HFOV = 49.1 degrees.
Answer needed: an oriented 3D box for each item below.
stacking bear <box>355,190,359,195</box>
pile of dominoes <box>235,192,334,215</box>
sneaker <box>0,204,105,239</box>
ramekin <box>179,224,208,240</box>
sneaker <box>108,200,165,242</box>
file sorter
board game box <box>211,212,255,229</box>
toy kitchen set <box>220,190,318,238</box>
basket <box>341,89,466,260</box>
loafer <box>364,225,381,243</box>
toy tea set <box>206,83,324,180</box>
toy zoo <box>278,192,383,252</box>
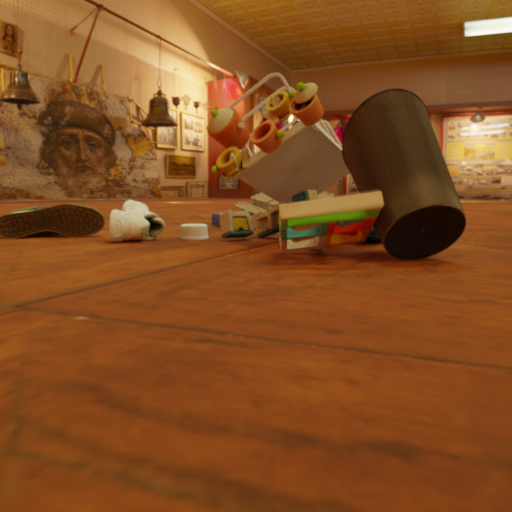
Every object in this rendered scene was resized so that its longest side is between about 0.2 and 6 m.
[{"bbox_3d":[2.353,-1.238,16.407,1.903,1.082,1.156,-7,27,44],"label":"stacking bear"},{"bbox_3d":[0.907,-1.527,17.332,2.309,0.472,2.962,-23,24,-22],"label":"pile of dominoes"},{"bbox_3d":[-5.295,-0.960,14.606,2.618,0.878,1.175,-5,13,-13],"label":"sneaker"},{"bbox_3d":[-1.566,-0.606,14.043,0.738,0.360,0.738,0,7,0],"label":"ramekin"},{"bbox_3d":[-2.841,-0.777,13.932,1.206,0.946,2.428,6,16,-1],"label":"sneaker"},{"bbox_3d":[0.714,-2.636,13.204,1.998,1.793,2.880,-34,-25,19],"label":"file sorter"},{"bbox_3d":[0.005,-1.178,18.049,2.060,0.449,2.070,6,10,35],"label":"board game box"},{"bbox_3d":[0.351,-0.732,13.307,1.562,1.148,1.949,-3,-13,-43],"label":"toy kitchen set"},{"bbox_3d":[2.742,-1.357,10.451,1.766,2.342,2.597,-9,52,0],"label":"basket"},{"bbox_3d":[2.832,-0.834,13.522,0.905,0.936,2.667,3,8,22],"label":"loafer"},{"bbox_3d":[0.028,-2.761,11.204,2.655,0.983,1.579,-30,42,18],"label":"toy tea set"},{"bbox_3d":[1.246,-0.504,10.096,1.674,0.261,2.552,-7,-14,2],"label":"toy zoo"}]
